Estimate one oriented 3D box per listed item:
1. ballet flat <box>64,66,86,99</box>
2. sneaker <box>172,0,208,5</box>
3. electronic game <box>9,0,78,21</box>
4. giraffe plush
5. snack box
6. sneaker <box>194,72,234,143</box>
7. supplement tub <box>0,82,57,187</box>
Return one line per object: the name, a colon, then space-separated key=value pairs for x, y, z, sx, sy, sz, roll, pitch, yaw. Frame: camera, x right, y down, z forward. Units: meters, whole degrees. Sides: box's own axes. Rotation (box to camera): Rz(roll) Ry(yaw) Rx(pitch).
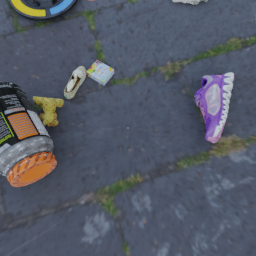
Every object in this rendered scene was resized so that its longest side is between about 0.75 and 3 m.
ballet flat: x=-1.832 y=-1.661 z=9.806 sx=0.477 sy=0.441 sz=1.414 roll=16 pitch=69 yaw=6
sneaker: x=2.525 y=-5.278 z=11.211 sx=1.554 sy=0.579 sz=0.677 roll=-14 pitch=74 yaw=-5
electronic game: x=-3.365 y=-5.446 z=11.245 sx=2.819 sy=0.587 sz=2.819 roll=0 pitch=68 yaw=0
giraffe plush: x=-2.565 y=-0.523 z=9.139 sx=0.972 sy=1.127 sz=0.914 roll=2 pitch=96 yaw=-37
snack box: x=-0.987 y=-1.990 z=10.034 sx=0.779 sy=0.264 sz=0.657 roll=32 pitch=71 yaw=10
sneaker: x=2.709 y=-0.743 z=9.204 sx=1.150 sy=1.047 sz=2.602 roll=12 pitch=64 yaw=12
supplement tub: x=-3.397 y=0.183 z=8.355 sx=1.754 sy=1.754 sz=2.862 roll=-30 pitch=71 yaw=-11
